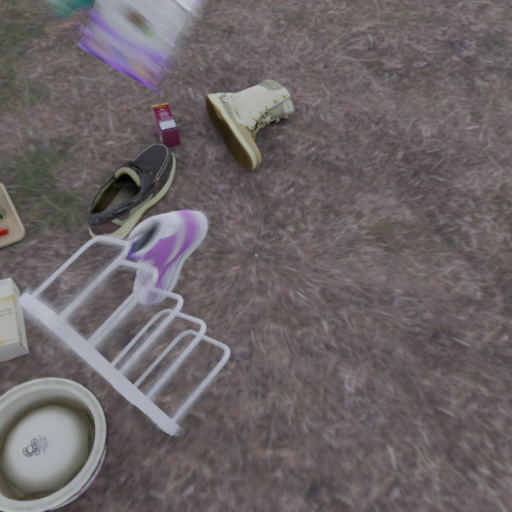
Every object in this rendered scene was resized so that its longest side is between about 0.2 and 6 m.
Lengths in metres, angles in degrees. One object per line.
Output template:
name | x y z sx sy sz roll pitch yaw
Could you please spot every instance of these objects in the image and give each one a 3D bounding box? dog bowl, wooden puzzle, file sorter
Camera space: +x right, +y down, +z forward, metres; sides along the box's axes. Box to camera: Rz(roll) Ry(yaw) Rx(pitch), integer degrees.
dog bowl | -3.333 3.036 8.853 2.103 0.775 2.103 0 55 0
wooden puzzle | -6.005 -0.688 11.749 1.996 0.346 2.958 -33 61 -21
file sorter | -1.690 0.958 7.444 1.387 2.227 1.545 -49 29 -20

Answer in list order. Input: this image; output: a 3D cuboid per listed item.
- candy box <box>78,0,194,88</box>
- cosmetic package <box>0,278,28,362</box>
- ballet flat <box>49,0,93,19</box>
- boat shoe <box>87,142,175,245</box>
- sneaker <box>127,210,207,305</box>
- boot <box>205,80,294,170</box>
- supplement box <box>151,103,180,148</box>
candy box | -2.390 -4.652 11.180 1.624 1.936 0.692 28 41 -17
cosmetic package | -4.718 1.197 10.307 0.760 0.513 1.444 -18 57 -12
ballet flat | -3.553 -4.915 10.423 0.770 0.770 2.074 -3 28 -2
boat shoe | -2.604 -1.511 11.961 1.050 0.929 2.868 17 57 12
sneaker | -1.603 0.048 8.233 1.067 1.871 0.678 -10 51 -50
boot | 0.072 -3.187 13.202 1.899 0.885 2.455 -20 56 -15
supplement box | -2.149 -3.102 13.330 0.415 0.535 0.969 -17 56 -12
